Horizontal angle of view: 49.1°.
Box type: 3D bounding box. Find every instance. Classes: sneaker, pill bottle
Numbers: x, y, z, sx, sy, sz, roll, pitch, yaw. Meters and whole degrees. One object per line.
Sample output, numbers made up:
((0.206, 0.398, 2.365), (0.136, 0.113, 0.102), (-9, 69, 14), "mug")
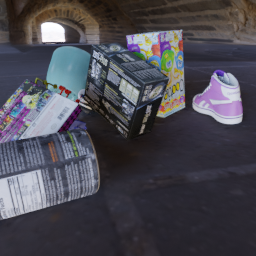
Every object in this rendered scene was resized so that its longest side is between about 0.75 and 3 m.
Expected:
((-0.939, -0.743, 9.824), (1.739, 0.635, 0.973), (23, -25, -7), "sneaker")
((-1.769, 0.802, 4.779), (2.356, 1.251, 1.251), (-11, 23, -21), "pill bottle")
((3.018, -1.241, 9.580), (0.999, 1.572, 2.757), (-13, 17, -10), "sneaker")

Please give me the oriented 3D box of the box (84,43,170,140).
((-0.167, -1.115, 8.133), (0.989, 1.880, 2.296), (-19, 47, -38), "box")

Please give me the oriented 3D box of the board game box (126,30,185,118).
((1.013, -1.902, 9.724), (1.388, 2.695, 1.413), (12, 26, 40), "board game box")

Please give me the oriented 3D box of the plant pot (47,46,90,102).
((-2.251, -1.882, 10.980), (2.008, 2.008, 1.611), (6, 62, 17), "plant pot")

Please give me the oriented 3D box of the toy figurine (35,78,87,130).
((-1.716, -0.382, 7.905), (1.349, 1.187, 2.251), (36, 5, 24), "toy figurine")

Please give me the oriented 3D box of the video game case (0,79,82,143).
((-2.277, -0.065, 6.405), (1.749, 0.346, 1.930), (25, 70, 24), "video game case")
